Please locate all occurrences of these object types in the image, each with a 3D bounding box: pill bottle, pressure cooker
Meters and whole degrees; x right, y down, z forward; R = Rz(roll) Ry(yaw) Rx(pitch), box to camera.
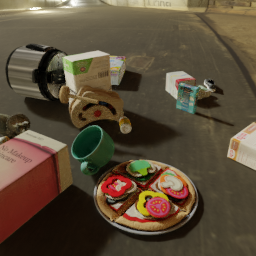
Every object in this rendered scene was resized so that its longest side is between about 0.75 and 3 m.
[{"bbox_3d":[-0.127,-0.158,11.355,0.438,0.438,0.788,-4,31,-7],"label":"pill bottle"},{"bbox_3d":[-4.000,-2.618,13.588,2.876,2.569,2.530,11,59,18],"label":"pressure cooker"}]

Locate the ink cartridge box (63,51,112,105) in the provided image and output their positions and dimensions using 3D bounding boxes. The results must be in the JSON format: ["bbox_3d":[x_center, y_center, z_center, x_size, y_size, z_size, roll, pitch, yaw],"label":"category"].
[{"bbox_3d":[-1.732,-1.978,12.451,1.819,2.500,1.050,-19,33,-30],"label":"ink cartridge box"}]

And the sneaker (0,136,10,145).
[{"bbox_3d":[-4.611,1.123,9.035,0.956,0.825,2.181,-11,26,18],"label":"sneaker"}]

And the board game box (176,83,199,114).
[{"bbox_3d":[2.683,-1.345,12.649,0.902,1.195,0.280,24,38,34],"label":"board game box"}]

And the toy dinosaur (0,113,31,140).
[{"bbox_3d":[-4.499,-0.018,10.150,2.794,1.429,1.075,12,32,17],"label":"toy dinosaur"}]

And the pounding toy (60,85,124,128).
[{"bbox_3d":[-1.438,-0.655,11.317,2.844,1.626,1.631,9,25,-23],"label":"pounding toy"}]

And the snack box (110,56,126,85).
[{"bbox_3d":[-1.440,-3.514,16.631,2.351,0.943,2.788,4,32,6],"label":"snack box"}]

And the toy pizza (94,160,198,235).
[{"bbox_3d":[0.510,1.742,8.054,2.980,0.472,2.980,0,30,0],"label":"toy pizza"}]

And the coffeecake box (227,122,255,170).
[{"bbox_3d":[4.801,0.787,9.356,1.707,0.813,2.224,-25,39,-36],"label":"coffeecake box"}]

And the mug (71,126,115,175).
[{"bbox_3d":[-1.134,0.797,9.126,1.253,0.943,1.525,17,68,46],"label":"mug"}]

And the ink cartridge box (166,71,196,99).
[{"bbox_3d":[2.659,-2.202,14.309,0.992,0.997,1.372,-10,32,-16],"label":"ink cartridge box"}]

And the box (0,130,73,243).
[{"bbox_3d":[-3.072,1.418,7.615,1.717,1.463,2.685,17,34,27],"label":"box"}]

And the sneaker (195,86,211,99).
[{"bbox_3d":[3.521,-1.835,14.196,1.288,0.474,0.760,-9,35,-34],"label":"sneaker"}]

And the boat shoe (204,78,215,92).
[{"bbox_3d":[4.489,-2.469,15.285,0.515,0.487,1.436,3,30,6],"label":"boat shoe"}]
